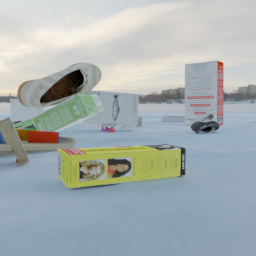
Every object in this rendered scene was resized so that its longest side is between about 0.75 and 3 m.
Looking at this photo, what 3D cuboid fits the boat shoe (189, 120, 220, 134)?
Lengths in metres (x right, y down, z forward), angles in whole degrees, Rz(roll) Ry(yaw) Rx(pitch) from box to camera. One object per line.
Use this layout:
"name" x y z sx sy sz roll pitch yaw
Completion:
"boat shoe" 2.614 0.031 9.286 1.369 0.497 0.429 4 44 -37

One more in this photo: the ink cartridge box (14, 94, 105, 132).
"ink cartridge box" -2.256 -0.153 8.172 2.851 0.684 2.075 -25 3 9

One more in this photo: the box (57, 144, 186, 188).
"box" -0.056 0.393 3.159 1.391 0.349 0.524 -2 4 -24

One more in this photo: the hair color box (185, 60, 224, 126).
"hair color box" 3.573 -1.574 13.165 1.616 2.913 0.931 3 5 38

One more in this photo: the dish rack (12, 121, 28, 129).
"dish rack" -4.145 -0.071 9.702 1.291 0.352 0.990 -8 8 -28

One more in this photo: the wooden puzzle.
"wooden puzzle" -2.246 0.198 5.480 1.718 0.429 1.855 4 6 43

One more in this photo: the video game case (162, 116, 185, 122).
"video game case" 3.865 -0.583 17.976 2.883 0.317 2.628 2 4 21

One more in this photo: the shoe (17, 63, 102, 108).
"shoe" -1.620 -1.161 7.765 0.759 0.995 2.845 11 29 37

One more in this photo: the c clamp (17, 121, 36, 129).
"c clamp" -3.654 -0.104 10.872 1.960 0.311 2.294 -3 5 -34

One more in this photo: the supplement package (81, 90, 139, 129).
"supplement package" -0.681 -0.631 10.086 1.965 1.149 1.153 3 -9 -9

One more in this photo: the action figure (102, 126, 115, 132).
"action figure" -0.653 0.036 9.646 0.289 0.229 0.884 4 3 -26

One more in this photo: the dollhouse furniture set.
"dollhouse furniture set" -1.963 0.343 3.813 0.985 0.654 0.863 -25 12 -18

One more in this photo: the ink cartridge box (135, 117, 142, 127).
"ink cartridge box" -0.364 -0.300 12.397 1.027 0.475 1.885 -3 6 -37

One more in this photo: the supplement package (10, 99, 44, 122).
"supplement package" -5.167 -0.846 14.491 1.296 1.287 1.708 0 4 -5
